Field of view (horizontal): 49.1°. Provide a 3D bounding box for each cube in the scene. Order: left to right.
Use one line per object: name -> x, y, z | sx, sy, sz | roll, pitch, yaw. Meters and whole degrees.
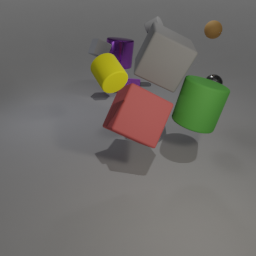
cube -> -1.264, -3.543, 12.544 | 0.700, 0.700, 0.700 | 17, 6, -34
cube -> 0.249, -0.360, 8.375 | 1.400, 1.400, 1.400 | 25, -3, -16
cube -> 1.112, -2.214, 8.701 | 1.400, 1.400, 1.400 | 23, 30, -11

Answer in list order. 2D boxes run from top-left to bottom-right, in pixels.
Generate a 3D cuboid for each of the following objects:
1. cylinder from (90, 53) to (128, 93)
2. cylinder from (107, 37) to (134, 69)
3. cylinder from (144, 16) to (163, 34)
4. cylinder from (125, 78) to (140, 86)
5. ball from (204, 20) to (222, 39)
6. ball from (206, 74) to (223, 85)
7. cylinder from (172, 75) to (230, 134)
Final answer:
cylinder -> -0.461, -1.333, 6.827 | 0.700, 0.700, 0.700 | -17, 59, -27
cylinder -> -0.444, -3.871, 14.450 | 1.400, 1.400, 1.400 | 5, 23, -2
cylinder -> 1.256, -4.877, 13.442 | 0.700, 0.700, 0.700 | -17, 21, 29
cylinder -> 0.153, -1.730, 11.826 | 0.700, 0.700, 0.700 | 4, 9, -1
ball -> 3.415, -3.937, 11.220 | 0.700, 0.700, 0.700 | 0, 30, 0
ball -> 3.198, -1.656, 10.504 | 0.700, 0.700, 0.700 | 0, 30, 0
cylinder -> 2.235, -0.750, 8.716 | 1.400, 1.400, 1.400 | 14, 23, -6
